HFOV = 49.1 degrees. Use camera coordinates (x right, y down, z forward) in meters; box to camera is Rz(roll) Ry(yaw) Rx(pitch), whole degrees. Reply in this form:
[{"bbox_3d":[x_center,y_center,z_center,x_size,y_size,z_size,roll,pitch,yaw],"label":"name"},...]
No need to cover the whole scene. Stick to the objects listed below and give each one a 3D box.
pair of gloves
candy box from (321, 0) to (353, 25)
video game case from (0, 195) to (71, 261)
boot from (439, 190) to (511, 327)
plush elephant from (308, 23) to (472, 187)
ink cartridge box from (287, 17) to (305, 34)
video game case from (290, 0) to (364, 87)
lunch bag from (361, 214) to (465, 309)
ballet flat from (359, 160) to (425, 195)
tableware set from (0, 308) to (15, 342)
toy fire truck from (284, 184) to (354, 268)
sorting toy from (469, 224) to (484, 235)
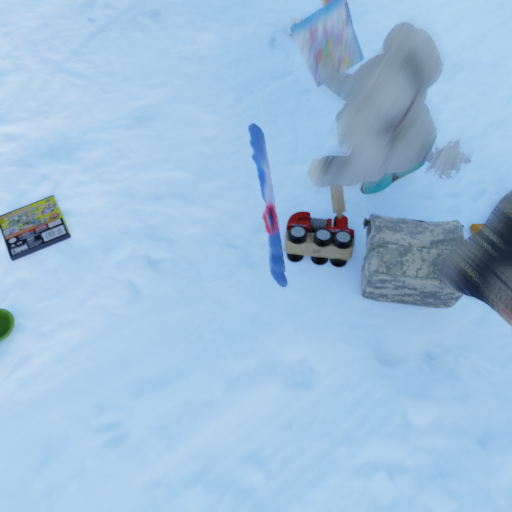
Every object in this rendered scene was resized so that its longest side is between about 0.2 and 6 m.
[{"bbox_3d":[0.173,-0.704,8.393,0.271,2.376,1.910,-8,51,3],"label":"pair of gloves"},{"bbox_3d":[1.840,-5.619,12.825,0.550,0.266,0.942,-14,97,10],"label":"candy box"},{"bbox_3d":[-4.768,-0.617,12.013,1.297,0.165,1.172,-24,63,-12],"label":"video game case"},{"bbox_3d":[4.232,-0.099,8.706,2.476,0.906,1.865,-42,22,7],"label":"boot"},{"bbox_3d":[2.073,-2.551,9.813,3.035,2.350,2.499,27,75,46],"label":"plush elephant"},{"bbox_3d":[1.367,-6.136,15.225,0.907,0.214,0.726,14,61,15],"label":"ink cartridge box"},{"bbox_3d":[1.557,-4.551,12.052,1.218,1.702,0.152,-29,55,10],"label":"video game case"},{"bbox_3d":[3.079,-0.003,10.925,1.999,1.393,1.677,6,64,4],"label":"lunch bag"},{"bbox_3d":[2.958,-1.908,12.598,1.804,0.626,0.626,-24,63,-15],"label":"ballet flat"},{"bbox_3d":[-6.234,1.491,10.618,3.003,0.461,2.023,15,61,9],"label":"tableware set"},{"bbox_3d":[1.354,-0.728,11.692,1.406,1.028,1.597,6,49,5],"label":"toy fire truck"},{"bbox_3d":[5.890,-0.167,11.641,2.573,0.344,1.917,0,60,0],"label":"sorting toy"}]
